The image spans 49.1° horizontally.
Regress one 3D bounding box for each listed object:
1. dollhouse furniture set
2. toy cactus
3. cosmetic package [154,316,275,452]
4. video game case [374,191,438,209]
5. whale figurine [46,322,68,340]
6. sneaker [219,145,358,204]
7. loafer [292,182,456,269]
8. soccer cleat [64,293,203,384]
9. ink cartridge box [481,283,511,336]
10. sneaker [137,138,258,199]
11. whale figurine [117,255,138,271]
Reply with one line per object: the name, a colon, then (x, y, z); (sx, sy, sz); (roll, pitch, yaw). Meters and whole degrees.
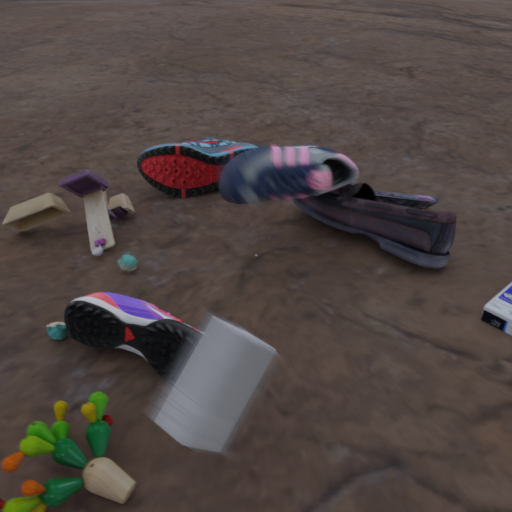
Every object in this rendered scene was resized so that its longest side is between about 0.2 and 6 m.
dollhouse furniture set: (-3.632, -0.404, 11.028); (2.117, 1.677, 1.502); (-18, 73, 12)
toy cactus: (-2.053, 2.389, 6.358); (1.389, 0.860, 1.683); (29, 36, 8)
cosmetic package: (-0.429, 1.394, 6.078); (0.589, 0.698, 1.306); (22, 79, 39)
video game case: (3.002, -1.163, 11.649); (1.303, 0.124, 0.931); (8, -3, 2)
whale figurine: (-2.973, 1.128, 8.441); (0.375, 0.472, 0.245); (11, 69, -27)
sneaker: (0.661, -1.445, 9.930); (2.760, 0.968, 1.132); (-20, 32, -36)
loafer: (2.241, -0.924, 10.771); (3.444, 1.085, 1.238); (30, 28, 34)
soccer cleat: (-1.443, 1.100, 8.118); (2.686, 0.916, 0.983); (15, 20, 19)
ink cartridge box: (4.465, 0.750, 9.082); (1.713, 0.336, 0.852); (-28, 42, -33)
sneaker: (-1.261, -2.094, 12.917); (3.010, 1.194, 1.438); (-2, 25, -19)
whale figurine: (-2.295, 0.075, 10.027); (0.370, 0.241, 0.465); (4, 26, -21)
